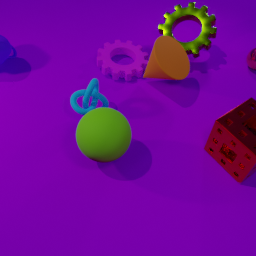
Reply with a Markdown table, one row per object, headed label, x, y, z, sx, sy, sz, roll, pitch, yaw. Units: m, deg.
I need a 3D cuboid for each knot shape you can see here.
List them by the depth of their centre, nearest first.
| label | x | y | z | sx | sy | sz | roll | pitch | yaw |
| --- | --- | --- | --- | --- | --- | --- | --- | --- | --- |
| knot shape | -0.974 | -0.834 | 7.459 | 1.059 | 0.991 | 0.489 | 7 | 11 | -44 |

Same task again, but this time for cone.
| label | x | y | z | sx | sy | sz | roll | pitch | yaw |
| --- | --- | --- | --- | --- | --- | --- | --- | --- | --- |
| cone | 0.836 | -1.716 | 8.005 | 1.299 | 1.304 | 1.299 | 13 | 66 | -33 |

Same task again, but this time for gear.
| label | x | y | z | sx | sy | sz | roll | pitch | yaw |
| --- | --- | --- | --- | --- | --- | --- | --- | --- | --- |
| gear | 1.835 | -3.016 | 8.707 | 1.753 | 0.324 | 1.753 | -3 | 78 | 14 |
| gear | -0.169 | -2.179 | 8.920 | 1.619 | 0.299 | 1.619 | 3 | 54 | -4 |

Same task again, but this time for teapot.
| label | x | y | z | sx | sy | sz | roll | pitch | yaw |
| --- | --- | --- | --- | --- | --- | --- | --- | --- | --- |
| teapot | -4.218 | -2.336 | 8.371 | 1.205 | 0.949 | 1.938 | 37 | 27 | 28 |

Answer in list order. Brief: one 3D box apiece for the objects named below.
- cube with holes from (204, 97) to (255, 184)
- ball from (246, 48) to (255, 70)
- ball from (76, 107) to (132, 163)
| label | x | y | z | sx | sy | sz | roll | pitch | yaw |
| --- | --- | --- | --- | --- | --- | --- | --- | --- | --- |
| cube with holes | 2.782 | 0.299 | 6.622 | 1.214 | 1.214 | 1.214 | -30 | 59 | -20 |
| ball | 4.071 | -2.166 | 8.737 | 0.703 | 0.703 | 0.703 | 0 | 54 | 0 |
| ball | -0.550 | 0.159 | 6.417 | 1.261 | 1.261 | 1.261 | 0 | 54 | 0 |
